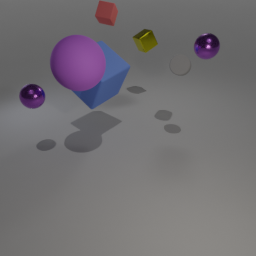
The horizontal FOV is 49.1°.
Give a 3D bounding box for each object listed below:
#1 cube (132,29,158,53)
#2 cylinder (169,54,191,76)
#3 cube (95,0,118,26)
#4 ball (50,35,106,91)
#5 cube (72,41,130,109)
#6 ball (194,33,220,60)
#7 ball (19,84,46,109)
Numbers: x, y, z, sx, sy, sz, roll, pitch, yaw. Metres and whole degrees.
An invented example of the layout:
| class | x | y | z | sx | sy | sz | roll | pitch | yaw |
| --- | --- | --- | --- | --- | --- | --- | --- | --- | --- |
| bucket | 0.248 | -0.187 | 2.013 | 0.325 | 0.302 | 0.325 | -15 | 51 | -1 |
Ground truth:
| class | x | y | z | sx | sy | sz | roll | pitch | yaw |
| --- | --- | --- | --- | --- | --- | --- | --- | --- | --- |
| cube | 0.748 | -3.806 | 12.221 | 0.700 | 0.700 | 0.700 | -37 | 34 | -7 |
| cylinder | 1.837 | -2.186 | 9.779 | 0.700 | 0.700 | 0.700 | 8 | 10 | 14 |
| cube | -0.898 | -4.839 | 11.839 | 0.700 | 0.700 | 0.700 | 16 | -1 | 10 |
| ball | -1.269 | -1.647 | 7.155 | 1.400 | 1.400 | 1.400 | 0 | 29 | 0 |
| cube | -1.043 | -1.766 | 9.317 | 1.400 | 1.400 | 1.400 | 43 | 50 | 11 |
| ball | 2.171 | -2.248 | 7.721 | 0.700 | 0.700 | 0.700 | 0 | 29 | 0 |
| ball | -2.675 | -0.885 | 7.845 | 0.700 | 0.700 | 0.700 | 0 | 29 | 0 |
